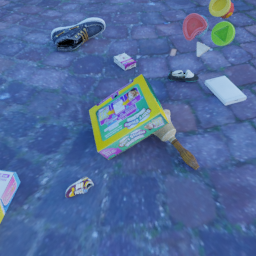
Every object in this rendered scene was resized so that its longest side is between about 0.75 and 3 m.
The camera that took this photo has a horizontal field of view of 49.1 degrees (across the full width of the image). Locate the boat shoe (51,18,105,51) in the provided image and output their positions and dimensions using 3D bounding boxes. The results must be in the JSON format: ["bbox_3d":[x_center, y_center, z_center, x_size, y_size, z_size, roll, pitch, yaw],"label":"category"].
[{"bbox_3d":[-2.375,-4.609,14.068,2.842,1.005,1.290,-19,49,-8],"label":"boat shoe"}]

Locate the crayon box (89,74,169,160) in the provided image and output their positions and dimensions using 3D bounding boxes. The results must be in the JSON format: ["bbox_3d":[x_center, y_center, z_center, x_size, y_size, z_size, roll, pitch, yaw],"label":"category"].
[{"bbox_3d":[-0.069,-0.392,9.363,2.361,0.688,2.037,-32,47,15],"label":"crayon box"}]

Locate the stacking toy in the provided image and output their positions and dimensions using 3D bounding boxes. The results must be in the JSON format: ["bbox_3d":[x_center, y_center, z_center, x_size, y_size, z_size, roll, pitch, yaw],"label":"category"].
[{"bbox_3d":[3.082,-3.616,10.198,0.805,1.905,1.725,-10,81,-50],"label":"stacking toy"}]

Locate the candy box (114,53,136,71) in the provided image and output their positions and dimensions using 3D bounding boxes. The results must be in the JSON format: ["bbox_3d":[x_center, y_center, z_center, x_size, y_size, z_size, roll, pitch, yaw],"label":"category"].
[{"bbox_3d":[-0.146,-3.082,12.996,0.646,0.289,0.948,-26,51,-23],"label":"candy box"}]

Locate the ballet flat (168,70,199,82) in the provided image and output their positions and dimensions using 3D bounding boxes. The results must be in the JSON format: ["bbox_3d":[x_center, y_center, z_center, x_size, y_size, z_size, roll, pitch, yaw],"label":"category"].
[{"bbox_3d":[2.407,-2.256,12.074,1.350,0.462,0.459,-1,53,-1],"label":"ballet flat"}]

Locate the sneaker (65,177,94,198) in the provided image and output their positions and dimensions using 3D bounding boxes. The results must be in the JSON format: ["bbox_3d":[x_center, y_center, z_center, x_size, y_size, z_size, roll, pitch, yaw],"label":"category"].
[{"bbox_3d":[-1.422,1.796,8.234,0.394,0.328,0.875,31,54,34],"label":"sneaker"}]

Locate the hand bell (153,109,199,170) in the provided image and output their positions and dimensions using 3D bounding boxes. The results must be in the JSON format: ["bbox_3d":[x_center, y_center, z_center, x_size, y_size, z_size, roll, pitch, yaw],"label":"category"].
[{"bbox_3d":[1.592,0.518,9.272,1.111,1.111,2.134,-27,65,-24],"label":"hand bell"}]

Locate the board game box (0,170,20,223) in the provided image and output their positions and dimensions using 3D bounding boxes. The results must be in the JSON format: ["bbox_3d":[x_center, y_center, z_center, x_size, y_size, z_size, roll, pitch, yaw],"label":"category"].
[{"bbox_3d":[-4.515,2.337,7.535,2.135,0.563,2.790,7,46,6],"label":"board game box"}]

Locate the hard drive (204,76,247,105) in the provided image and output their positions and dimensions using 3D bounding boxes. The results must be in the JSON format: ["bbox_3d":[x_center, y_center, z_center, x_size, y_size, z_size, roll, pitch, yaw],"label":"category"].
[{"bbox_3d":[4.015,-1.577,11.598,1.004,0.203,1.523,-15,47,-14],"label":"hard drive"}]
